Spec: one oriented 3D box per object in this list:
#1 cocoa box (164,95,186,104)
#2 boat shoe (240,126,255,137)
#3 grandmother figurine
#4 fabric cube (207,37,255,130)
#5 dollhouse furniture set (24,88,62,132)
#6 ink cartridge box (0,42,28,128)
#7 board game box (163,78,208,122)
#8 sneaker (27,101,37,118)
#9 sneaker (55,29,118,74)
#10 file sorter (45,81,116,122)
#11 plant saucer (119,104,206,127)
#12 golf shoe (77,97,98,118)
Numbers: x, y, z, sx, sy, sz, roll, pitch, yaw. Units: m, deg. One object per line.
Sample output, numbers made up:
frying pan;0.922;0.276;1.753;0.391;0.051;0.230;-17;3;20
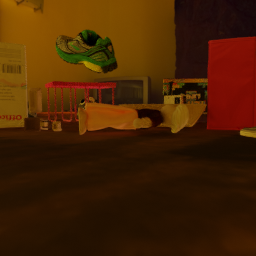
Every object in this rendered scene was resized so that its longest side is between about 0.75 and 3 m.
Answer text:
cocoa box;1.957;-0.768;11.581;0.758;1.137;0.746;2;5;27
boat shoe;3.052;-0.085;5.887;1.271;0.589;0.475;2;5;23
grandmother figurine;0.196;-0.247;6.905;2.772;0.840;1.681;-3;18;-11
fabric cube;3.867;-1.276;8.759;2.587;2.579;2.538;2;5;21
dollhouse furniture set;-2.278;-0.501;7.841;0.949;1.198;0.850;-2;0;3
ink cartridge box;-4.363;-1.351;9.041;1.942;2.664;1.103;-2;4;-30
board game box;2.731;-1.227;12.474;2.323;1.920;0.659;1;4;11
sneaker;-4.452;-0.539;11.716;1.003;0.954;2.531;-20;8;-27
sneaker;-1.524;-2.968;10.019;2.981;1.270;1.163;24;42;34
file sorter;-2.261;-1.220;13.267;2.892;1.814;2.010;-3;6;-25
plant saucer;1.125;-0.343;8.627;2.391;0.579;2.391;0;-1;12
golf shoe;-2.013;-1.133;15.947;2.719;1.285;1.057;6;6;43
